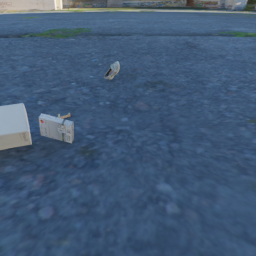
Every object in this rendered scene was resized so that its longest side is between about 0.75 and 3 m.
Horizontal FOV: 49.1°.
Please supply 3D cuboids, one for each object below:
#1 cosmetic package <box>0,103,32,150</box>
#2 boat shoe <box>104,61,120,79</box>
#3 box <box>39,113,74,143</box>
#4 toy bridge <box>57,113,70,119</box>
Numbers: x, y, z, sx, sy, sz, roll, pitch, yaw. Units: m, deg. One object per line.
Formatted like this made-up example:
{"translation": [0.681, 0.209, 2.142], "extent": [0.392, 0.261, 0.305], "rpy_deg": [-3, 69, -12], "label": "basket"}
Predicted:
{"translation": [-3.659, 0.083, 7.273], "extent": [2.096, 1.183, 0.851], "rpy_deg": [-9, 72, -16], "label": "cosmetic package"}
{"translation": [-0.728, -2.608, 12.768], "extent": [0.354, 1.104, 0.407], "rpy_deg": [-9, 69, -37], "label": "boat shoe"}
{"translation": [-2.020, 0.022, 7.949], "extent": [0.954, 0.744, 0.196], "rpy_deg": [13, 45, 3], "label": "box"}
{"translation": [-2.358, -0.392, 9.591], "extent": [0.763, 0.104, 0.256], "rpy_deg": [-7, 29, -12], "label": "toy bridge"}
